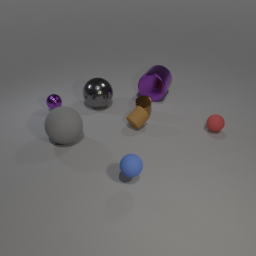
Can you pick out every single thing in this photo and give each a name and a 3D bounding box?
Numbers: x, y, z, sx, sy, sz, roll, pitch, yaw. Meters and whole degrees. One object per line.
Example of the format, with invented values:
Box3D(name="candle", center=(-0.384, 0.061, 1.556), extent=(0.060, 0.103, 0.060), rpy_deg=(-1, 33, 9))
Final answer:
Box3D(name="ball", center=(-1.382, -1.618, 12.890), extent=(1.400, 1.400, 1.400), rpy_deg=(0, 32, 0))
Box3D(name="ball", center=(0.099, 1.115, 8.351), extent=(0.700, 0.700, 0.700), rpy_deg=(0, 32, 0))
Box3D(name="cylinder", center=(1.350, -2.233, 13.854), extent=(1.400, 1.400, 1.400), rpy_deg=(11, 33, 17))
Box3D(name="ball", center=(-3.320, -1.178, 12.586), extent=(0.700, 0.700, 0.700), rpy_deg=(0, 32, 0))
Box3D(name="ball", center=(3.499, -0.199, 11.190), extent=(0.700, 0.700, 0.700), rpy_deg=(0, 32, 0))
Box3D(name="cylinder", center=(0.405, -0.424, 11.416), extent=(0.700, 0.700, 0.700), rpy_deg=(-46, 47, -10))
Box3D(name="ball", center=(-2.385, -0.107, 10.441), extent=(1.400, 1.400, 1.400), rpy_deg=(0, 32, 0))
Box3D(name="cylinder", center=(0.680, -0.955, 12.234), extent=(0.700, 0.700, 0.700), rpy_deg=(-2, 61, 4))
